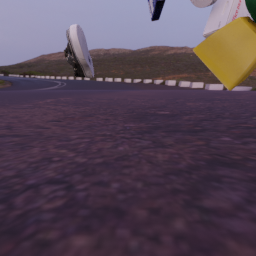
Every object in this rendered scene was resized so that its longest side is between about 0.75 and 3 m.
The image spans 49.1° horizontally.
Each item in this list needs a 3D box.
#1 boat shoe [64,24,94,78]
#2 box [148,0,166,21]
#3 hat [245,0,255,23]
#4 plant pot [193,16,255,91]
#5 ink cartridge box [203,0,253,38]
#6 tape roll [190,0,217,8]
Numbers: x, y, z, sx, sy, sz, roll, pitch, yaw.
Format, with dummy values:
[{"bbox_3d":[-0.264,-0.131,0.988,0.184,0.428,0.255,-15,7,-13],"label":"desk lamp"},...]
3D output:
[{"bbox_3d":[-1.788,-2.500,9.795,0.805,0.976,2.843,-5,-18,1],"label":"boat shoe"},{"bbox_3d":[0.693,-3.524,7.142,0.272,1.018,1.681,-10,2,1],"label":"box"},{"bbox_3d":[2.440,-2.388,5.431,1.913,1.800,2.174,-31,-19,-15],"label":"hat"},{"bbox_3d":[2.460,-1.770,6.278,1.253,1.253,1.106,-29,-12,-50],"label":"plant pot"},{"bbox_3d":[3.325,-2.889,8.283,2.031,1.468,0.860,29,-15,-30],"label":"ink cartridge box"},{"bbox_3d":[2.091,-3.788,7.694,0.292,0.883,0.883,-31,26,-32],"label":"tape roll"}]
